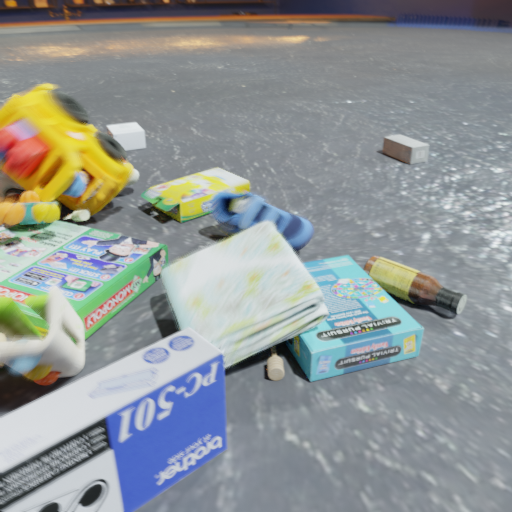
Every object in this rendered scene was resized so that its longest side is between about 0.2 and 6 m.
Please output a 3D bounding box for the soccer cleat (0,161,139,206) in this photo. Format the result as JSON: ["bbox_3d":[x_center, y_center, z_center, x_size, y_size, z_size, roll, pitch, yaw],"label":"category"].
[{"bbox_3d":[-4.025,-1.566,12.024,2.951,1.144,1.022,1,-9,-19],"label":"soccer cleat"}]

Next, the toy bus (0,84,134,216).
[{"bbox_3d":[-3.753,-1.778,10.266,2.466,1.673,2.367,44,15,-12],"label":"toy bus"}]

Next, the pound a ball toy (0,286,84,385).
[{"bbox_3d":[-2.790,1.069,6.553,1.302,1.996,0.848,-3,69,-9],"label":"pound a ball toy"}]

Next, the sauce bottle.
[{"bbox_3d":[2.420,0.471,8.654,1.585,0.523,0.523,25,37,38],"label":"sauce bottle"}]

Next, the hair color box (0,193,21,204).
[{"bbox_3d":[-5.292,-1.277,12.085,0.548,0.316,0.989,20,35,29],"label":"hair color box"}]

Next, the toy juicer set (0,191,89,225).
[{"bbox_3d":[-3.701,-0.840,9.589,1.345,0.575,2.114,-1,4,35],"label":"toy juicer set"}]

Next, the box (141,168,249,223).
[{"bbox_3d":[-1.286,-1.287,11.896,2.061,0.498,1.209,-20,34,-33],"label":"box"}]

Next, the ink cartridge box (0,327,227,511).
[{"bbox_3d":[-1.574,1.873,5.141,2.868,1.348,0.634,-23,35,-36],"label":"ink cartridge box"}]

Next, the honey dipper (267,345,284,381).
[{"bbox_3d":[0.237,1.244,7.539,0.214,0.214,1.127,-1,26,-1],"label":"honey dipper"}]

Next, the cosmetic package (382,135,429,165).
[{"bbox_3d":[3.923,-2.821,14.781,0.611,0.516,1.143,-13,28,-24],"label":"cosmetic package"}]

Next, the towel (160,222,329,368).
[{"bbox_3d":[-0.245,0.496,7.698,1.859,0.523,2.172,-23,39,-7],"label":"towel"}]

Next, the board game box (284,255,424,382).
[{"bbox_3d":[1.079,0.792,8.038,1.610,0.500,2.133,-9,30,-17],"label":"board game box"}]

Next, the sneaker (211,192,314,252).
[{"bbox_3d":[0.031,-0.628,10.067,2.106,0.866,0.779,15,64,32],"label":"sneaker"}]

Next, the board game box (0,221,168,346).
[{"bbox_3d":[-3.744,0.198,9.084,3.841,0.559,2.584,12,31,22],"label":"board game box"}]

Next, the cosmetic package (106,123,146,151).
[{"bbox_3d":[-3.630,-3.314,15.628,0.865,0.534,0.868,-12,31,-21],"label":"cosmetic package"}]
